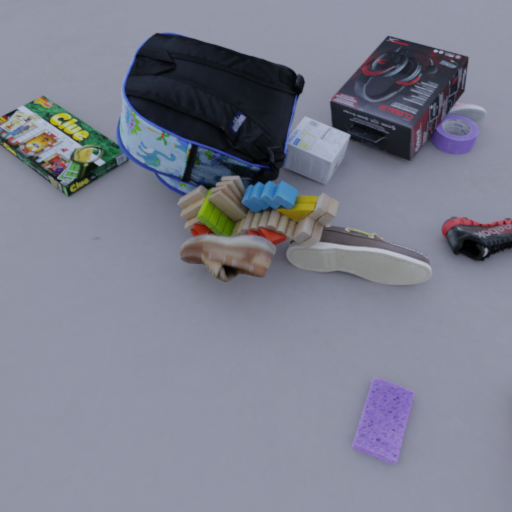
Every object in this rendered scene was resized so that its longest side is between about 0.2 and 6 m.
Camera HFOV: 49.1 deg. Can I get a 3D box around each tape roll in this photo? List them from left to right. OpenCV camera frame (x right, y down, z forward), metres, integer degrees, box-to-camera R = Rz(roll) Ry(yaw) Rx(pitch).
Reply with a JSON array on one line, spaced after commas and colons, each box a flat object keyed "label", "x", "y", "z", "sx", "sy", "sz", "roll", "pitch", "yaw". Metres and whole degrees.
[{"label": "tape roll", "x": 5.072, "y": -3.103, "z": 14.325, "sx": 1.089, "sy": 0.463, "sz": 1.089, "roll": 0, "pitch": 48, "yaw": 0}]

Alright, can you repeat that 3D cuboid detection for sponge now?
[{"label": "sponge", "x": 2.132, "y": 2.724, "z": 9.355, "sx": 0.739, "sy": 0.198, "sz": 1.325, "roll": 17, "pitch": 51, "yaw": 15}]

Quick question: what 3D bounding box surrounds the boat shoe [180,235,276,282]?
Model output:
[{"label": "boat shoe", "x": -0.643, "y": 0.075, "z": 10.676, "sx": 2.153, "sy": 0.815, "sz": 0.773, "roll": -2, "pitch": 70, "yaw": 38}]

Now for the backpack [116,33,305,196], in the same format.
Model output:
[{"label": "backpack", "x": -1.176, "y": -2.899, "z": 12.395, "sx": 3.610, "sy": 2.653, "sz": 3.304, "roll": 20, "pitch": 55, "yaw": -8}]

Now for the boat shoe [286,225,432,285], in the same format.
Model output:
[{"label": "boat shoe", "x": 2.095, "y": -0.097, "z": 11.327, "sx": 2.869, "sy": 1.031, "sz": 0.854, "roll": 8, "pitch": 52, "yaw": 15}]

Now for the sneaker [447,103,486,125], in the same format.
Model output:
[{"label": "sneaker", "x": 5.162, "y": -3.938, "z": 14.914, "sx": 1.763, "sy": 0.663, "sz": 0.921, "roll": -1, "pitch": 54, "yaw": 4}]

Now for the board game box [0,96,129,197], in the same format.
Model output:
[{"label": "board game box", "x": -5.095, "y": -2.873, "z": 14.179, "sx": 3.571, "sy": 0.419, "sz": 1.871, "roll": 34, "pitch": 55, "yaw": 26}]

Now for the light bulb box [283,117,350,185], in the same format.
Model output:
[{"label": "light bulb box", "x": 1.423, "y": -2.552, "z": 13.537, "sx": 1.244, "sy": 0.776, "sz": 1.233, "roll": 26, "pitch": 53, "yaw": 13}]

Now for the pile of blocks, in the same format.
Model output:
[{"label": "pile of blocks", "x": -0.148, "y": -0.736, "z": 11.094, "sx": 3.422, "sy": 1.405, "sz": 1.063, "roll": -1, "pitch": 51, "yaw": 26}]

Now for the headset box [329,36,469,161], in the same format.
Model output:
[{"label": "headset box", "x": 3.521, "y": -3.939, "z": 14.168, "sx": 2.333, "sy": 1.177, "sz": 3.138, "roll": 29, "pitch": 67, "yaw": 29}]

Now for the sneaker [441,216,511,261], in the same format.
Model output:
[{"label": "sneaker", "x": 4.910, "y": -0.304, "z": 11.703, "sx": 1.941, "sy": 0.686, "sz": 0.948, "roll": 3, "pitch": 48, "yaw": 5}]
